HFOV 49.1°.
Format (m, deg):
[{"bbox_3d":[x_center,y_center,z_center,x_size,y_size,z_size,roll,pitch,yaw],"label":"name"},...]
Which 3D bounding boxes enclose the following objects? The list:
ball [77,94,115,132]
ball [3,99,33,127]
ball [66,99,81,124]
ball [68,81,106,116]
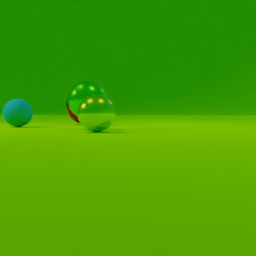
[{"bbox_3d":[-0.678,-0.316,6.021,0.806,0.806,0.806,0,3,0],"label":"ball"},{"bbox_3d":[-3.267,-0.448,8.324,0.833,0.833,0.833,0,3,0],"label":"ball"},{"bbox_3d":[-1.602,-0.812,10.388,1.358,1.358,1.358,0,3,0],"label":"ball"},{"bbox_3d":[-1.015,-0.700,6.967,0.949,0.949,0.949,0,3,0],"label":"ball"}]
